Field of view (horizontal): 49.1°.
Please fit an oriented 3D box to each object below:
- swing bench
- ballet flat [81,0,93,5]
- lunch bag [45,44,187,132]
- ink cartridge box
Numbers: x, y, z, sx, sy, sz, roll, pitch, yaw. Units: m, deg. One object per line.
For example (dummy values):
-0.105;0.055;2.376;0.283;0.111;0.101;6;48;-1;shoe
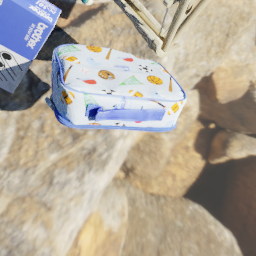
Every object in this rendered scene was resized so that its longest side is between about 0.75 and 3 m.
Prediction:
0.612;-3.517;7.041;1.699;2.619;2.605;-32;77;-36;swing bench
-0.870;-2.621;5.143;0.277;0.277;0.797;-25;92;-11;ballet flat
-0.304;-0.802;5.971;2.825;1.067;2.263;1;39;-22;lunch bag
-2.571;-1.836;5.990;1.227;2.610;0.577;28;51;-25;ink cartridge box
